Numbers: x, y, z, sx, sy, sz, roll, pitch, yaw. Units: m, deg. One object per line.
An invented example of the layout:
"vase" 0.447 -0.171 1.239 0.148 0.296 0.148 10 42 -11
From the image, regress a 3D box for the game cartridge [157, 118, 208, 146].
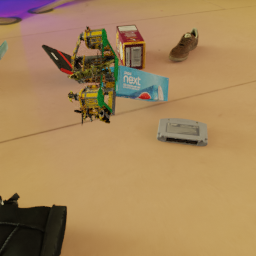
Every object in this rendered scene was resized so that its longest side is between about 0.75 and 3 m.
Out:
"game cartridge" 1.350 0.074 6.945 1.200 0.249 0.799 7 35 9

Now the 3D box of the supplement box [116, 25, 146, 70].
"supplement box" 0.073 -2.917 10.045 0.760 0.979 1.774 -6 39 -8

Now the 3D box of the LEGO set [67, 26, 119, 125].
"LEGO set" -0.883 -1.010 5.677 1.079 1.863 1.432 -1 -7 14

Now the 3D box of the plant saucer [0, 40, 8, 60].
"plant saucer" -3.448 -1.922 7.439 0.906 0.163 0.906 -33 37 30

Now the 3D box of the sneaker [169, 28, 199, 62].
"sneaker" 2.096 -3.179 10.550 0.709 0.761 2.014 19 42 22

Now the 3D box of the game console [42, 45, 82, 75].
"game console" -1.950 -2.026 8.838 1.269 0.223 1.435 10 33 -52

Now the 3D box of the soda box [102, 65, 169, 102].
"soda box" 0.243 -1.089 7.219 0.637 0.674 1.987 4 2 43

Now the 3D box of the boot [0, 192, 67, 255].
"boot" -2.012 1.945 3.983 1.968 0.889 2.401 4 34 -4
